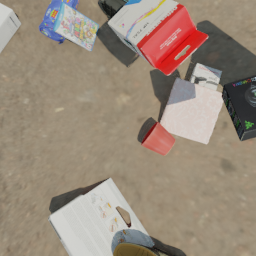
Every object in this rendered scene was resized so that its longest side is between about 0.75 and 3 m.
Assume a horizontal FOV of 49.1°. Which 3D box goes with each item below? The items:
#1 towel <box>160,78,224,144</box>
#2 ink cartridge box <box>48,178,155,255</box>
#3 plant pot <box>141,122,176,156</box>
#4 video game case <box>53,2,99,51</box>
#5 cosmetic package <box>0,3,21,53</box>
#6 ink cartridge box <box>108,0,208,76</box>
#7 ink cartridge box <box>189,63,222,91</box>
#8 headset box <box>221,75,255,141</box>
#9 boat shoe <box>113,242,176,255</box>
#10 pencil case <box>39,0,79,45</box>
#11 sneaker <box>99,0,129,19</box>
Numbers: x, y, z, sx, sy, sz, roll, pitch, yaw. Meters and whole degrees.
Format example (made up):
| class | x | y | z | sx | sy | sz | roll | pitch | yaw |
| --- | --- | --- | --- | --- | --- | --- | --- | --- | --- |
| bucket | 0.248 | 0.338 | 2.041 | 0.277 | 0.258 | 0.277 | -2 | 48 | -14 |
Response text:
| class | x | y | z | sx | sy | sz | roll | pitch | yaw |
| --- | --- | --- | --- | --- | --- | --- | --- | --- | --- |
| towel | 2.035 | -0.532 | 8.957 | 1.672 | 0.282 | 1.750 | 19 | 102 | 3 |
| ink cartridge box | -0.774 | 3.100 | 8.345 | 2.187 | 0.549 | 2.520 | -29 | 78 | -31 |
| plant pot | 0.987 | 0.387 | 8.805 | 0.804 | 0.909 | 0.909 | 35 | 80 | -2 |
| video game case | -1.733 | -3.419 | 9.526 | 1.474 | 0.131 | 1.055 | 22 | 76 | -35 |
| cosmetic package | -4.780 | -3.572 | 9.633 | 1.422 | 0.877 | 1.427 | 30 | 79 | 6 |
| ink cartridge box | 0.611 | -2.276 | 6.447 | 1.281 | 0.741 | 2.205 | -44 | 47 | 5 |
| ink cartridge box | 2.484 | -1.411 | 9.332 | 0.884 | 0.510 | 1.219 | 20 | 80 | 5 |
| headset box | 2.367 | -0.364 | 5.102 | 0.946 | 0.504 | 1.087 | -15 | 66 | 7 |
| boat shoe | 0.760 | 3.908 | 7.979 | 2.522 | 0.817 | 0.923 | 24 | 87 | 0 |
| pencil case | -2.231 | -4.148 | 9.739 | 1.009 | 0.907 | 2.324 | 15 | 77 | 19 |
| sneaker | 0.323 | -3.818 | 9.596 | 1.147 | 1.091 | 2.893 | -43 | 81 | -11 |
